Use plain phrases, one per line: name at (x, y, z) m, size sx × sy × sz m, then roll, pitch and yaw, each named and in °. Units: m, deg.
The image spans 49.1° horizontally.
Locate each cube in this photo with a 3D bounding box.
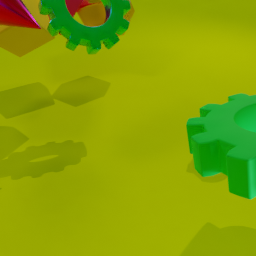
cube at (-2.334, -2.290, 5.915) m, size 1.002 × 1.002 × 1.002 m, roll -23°, pitch 78°, yaw 13°
cube at (-0.636, -3.413, 8.092) m, size 1.122 × 1.122 × 1.122 m, roll 2°, pitch 56°, yaw 29°
cube at (-2.134, -3.554, 7.542) m, size 1.257 × 1.257 × 1.257 m, roll 14°, pitch 39°, yaw -40°

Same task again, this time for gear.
gear at (1.300, 0.027, 2.252) m, size 1.588 × 0.294 × 1.588 m, roll -10°, pitch 20°, yaw 4°
gear at (-0.797, -2.328, 5.393) m, size 1.730 × 1.730 × 0.320 m, roll -21°, pitch 5°, yaw -25°

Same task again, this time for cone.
cone at (-1.888, -1.903, 4.575) m, size 1.000 × 0.997 × 0.997 m, roll 29°, pitch 33°, yaw -19°
